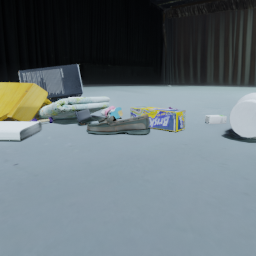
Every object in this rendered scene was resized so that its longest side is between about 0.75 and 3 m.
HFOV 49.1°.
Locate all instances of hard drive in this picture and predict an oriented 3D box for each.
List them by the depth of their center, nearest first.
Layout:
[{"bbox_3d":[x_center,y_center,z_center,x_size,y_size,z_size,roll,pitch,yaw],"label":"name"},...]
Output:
[{"bbox_3d":[-4.445,0.067,9.222,2.629,0.345,1.734,1,11,4],"label":"hard drive"}]

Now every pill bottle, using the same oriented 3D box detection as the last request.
[{"bbox_3d":[4.228,-0.442,8.967,1.456,1.456,2.434,9,14,40],"label":"pill bottle"}]

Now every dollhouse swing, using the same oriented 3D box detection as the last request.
[{"bbox_3d":[-4.944,-0.636,12.403,2.841,2.497,2.581,5,53,23],"label":"dollhouse swing"}]

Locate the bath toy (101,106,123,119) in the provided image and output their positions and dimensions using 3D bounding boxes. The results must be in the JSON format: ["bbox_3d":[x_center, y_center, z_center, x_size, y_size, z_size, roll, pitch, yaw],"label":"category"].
[{"bbox_3d":[-0.767,-0.788,12.987,0.680,0.578,1.564,-1,10,-25],"label":"bath toy"}]

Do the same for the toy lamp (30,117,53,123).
[{"bbox_3d":[-3.441,-0.269,11.115,0.290,0.290,0.996,8,14,34],"label":"toy lamp"}]

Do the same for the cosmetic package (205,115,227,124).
[{"bbox_3d":[3.580,-0.348,11.422,0.752,0.319,0.405,-1,13,-13],"label":"cosmetic package"}]

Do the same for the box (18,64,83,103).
[{"bbox_3d":[-4.070,-2.248,14.996,2.974,1.592,2.207,-11,1,-14],"label":"box"}]

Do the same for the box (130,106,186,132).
[{"bbox_3d":[1.080,-0.375,10.453,2.097,0.735,0.674,9,14,40],"label":"box"}]

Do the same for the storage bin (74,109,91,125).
[{"bbox_3d":[-1.736,-0.455,11.017,0.544,0.589,0.809,-20,2,-5],"label":"storage bin"}]

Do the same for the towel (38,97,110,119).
[{"bbox_3d":[-2.280,-0.880,11.952,2.494,0.601,2.135,-9,-4,-37],"label":"towel"}]

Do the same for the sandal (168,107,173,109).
[{"bbox_3d":[1.968,-0.664,12.435,0.893,0.539,2.194,0,11,1],"label":"sandal"}]

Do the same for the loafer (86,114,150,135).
[{"bbox_3d":[-0.330,-0.160,9.503,2.176,0.685,0.782,1,11,4],"label":"loafer"}]
